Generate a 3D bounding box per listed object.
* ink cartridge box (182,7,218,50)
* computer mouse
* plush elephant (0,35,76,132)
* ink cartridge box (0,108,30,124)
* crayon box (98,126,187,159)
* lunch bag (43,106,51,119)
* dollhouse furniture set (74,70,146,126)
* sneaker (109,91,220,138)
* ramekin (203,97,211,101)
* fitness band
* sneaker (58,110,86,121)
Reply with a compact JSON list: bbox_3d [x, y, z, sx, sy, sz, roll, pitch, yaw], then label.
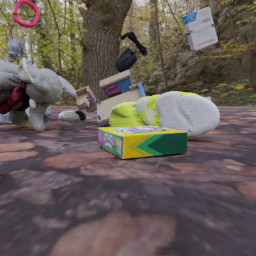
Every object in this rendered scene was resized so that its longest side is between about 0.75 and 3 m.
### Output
[{"bbox_3d":[2.044,-2.808,7.980,0.724,0.992,0.418,-20,17,0],"label":"ink cartridge box"},{"bbox_3d":[-0.151,-3.151,11.849,1.875,1.316,0.431,-32,2,45],"label":"computer mouse"},{"bbox_3d":[-2.808,-0.940,7.908,2.261,2.921,2.405,22,7,23],"label":"plush elephant"},{"bbox_3d":[-4.534,-0.700,12.093,2.136,0.631,2.669,2,10,24],"label":"ink cartridge box"},{"bbox_3d":[0.197,0.208,4.933,1.140,0.385,1.321,-4,6,-22],"label":"crayon box"},{"bbox_3d":[-4.792,-0.834,13.967,1.727,0.712,1.388,0,7,0],"label":"lunch bag"},{"bbox_3d":[-0.481,-0.444,10.606,2.704,1.869,2.864,-21,36,7],"label":"dollhouse furniture set"},{"bbox_3d":[0.973,-0.331,6.958,2.839,1.075,1.491,3,6,34],"label":"sneaker"},{"bbox_3d":[2.445,-0.781,11.783,1.970,1.034,1.970,1,6,0],"label":"ramekin"},{"bbox_3d":[-2.703,-3.038,7.463,0.639,0.890,0.167,20,-35,-28],"label":"fitness band"},{"bbox_3d":[-2.394,-0.508,12.111,1.307,0.470,0.474,2,-12,-43],"label":"sneaker"}]
